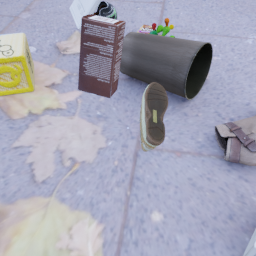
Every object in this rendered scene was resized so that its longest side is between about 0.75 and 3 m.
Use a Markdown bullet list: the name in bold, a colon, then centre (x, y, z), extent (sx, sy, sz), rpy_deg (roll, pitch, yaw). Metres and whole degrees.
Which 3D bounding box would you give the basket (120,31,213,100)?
- **basket**: centre (1.200, -2.300, 9.735), extent (2.777, 1.889, 2.504), rpy_deg (22, 29, 25)

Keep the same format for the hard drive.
- **hard drive**: centre (-1.284, -4.408, 9.356), extent (0.251, 1.910, 1.259), rpy_deg (8, 48, -42)

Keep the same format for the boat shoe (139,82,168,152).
- **boat shoe**: centre (0.305, -0.170, 4.027), extent (0.394, 0.419, 1.101), rpy_deg (22, 52, -14)

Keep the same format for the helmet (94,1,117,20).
- **helmet**: centre (-1.031, -5.134, 12.807), extent (1.157, 1.157, 1.103), rpy_deg (27, 63, 23)

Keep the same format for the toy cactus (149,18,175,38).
- **toy cactus**: centre (1.039, -3.610, 11.572), extent (1.847, 1.145, 2.239), rpy_deg (-6, 59, 10)

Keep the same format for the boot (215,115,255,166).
- **boot**: centre (3.546, 0.006, 8.254), extent (1.911, 0.918, 2.613), rpy_deg (-3, 39, 7)

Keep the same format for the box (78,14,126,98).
- **box**: centre (-0.465, -1.229, 4.857), extent (0.643, 1.284, 0.481), rpy_deg (16, 31, 10)

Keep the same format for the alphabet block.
- **alphabet block**: centre (-4.192, -2.237, 9.849), extent (1.525, 1.533, 1.561), rpy_deg (-10, 48, -7)

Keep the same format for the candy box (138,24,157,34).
- **candy box**: centre (0.782, -4.213, 12.537), extent (0.648, 0.314, 1.111), rpy_deg (18, 48, 17)

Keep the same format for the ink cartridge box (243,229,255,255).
- **ink cartridge box**: centre (3.839, 2.618, 5.677), extent (2.338, 0.979, 1.687), rpy_deg (29, 53, 24)
